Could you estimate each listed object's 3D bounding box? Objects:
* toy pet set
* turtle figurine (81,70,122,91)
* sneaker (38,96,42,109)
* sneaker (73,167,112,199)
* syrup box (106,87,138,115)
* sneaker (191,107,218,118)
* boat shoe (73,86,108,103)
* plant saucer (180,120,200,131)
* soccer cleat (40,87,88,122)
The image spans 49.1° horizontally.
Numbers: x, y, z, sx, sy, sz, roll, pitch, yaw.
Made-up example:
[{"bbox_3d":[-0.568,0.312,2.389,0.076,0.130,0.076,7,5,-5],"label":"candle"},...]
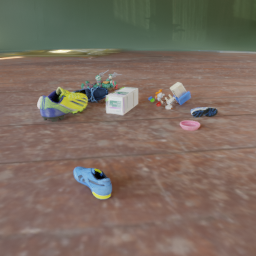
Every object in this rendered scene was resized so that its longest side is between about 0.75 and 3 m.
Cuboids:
[{"bbox_3d":[2.099,-1.392,13.677,1.698,0.966,1.818,-36,19,3],"label":"toy pet set"},{"bbox_3d":[-1.476,-2.595,16.121,2.228,1.122,1.668,-10,2,18],"label":"turtle figurine"},{"bbox_3d":[-3.578,-1.294,13.129,0.955,0.688,1.827,9,25,9],"label":"sneaker"},{"bbox_3d":[-0.845,1.123,6.682,0.487,0.580,1.479,-7,19,-35],"label":"sneaker"},{"bbox_3d":[-0.229,-1.282,12.920,0.807,0.834,2.049,7,20,20],"label":"syrup box"},{"bbox_3d":[3.251,-0.731,11.968,1.174,0.445,0.452,-1,24,-7],"label":"sneaker"},{"bbox_3d":[-1.982,-1.598,13.972,2.009,0.845,0.690,-13,1,5],"label":"boat shoe"},{"bbox_3d":[2.339,-0.084,10.578,0.755,0.191,0.755,0,19,0],"label":"plant saucer"},{"bbox_3d":[-2.628,-1.208,12.087,0.968,1.252,2.993,9,22,22],"label":"soccer cleat"}]
